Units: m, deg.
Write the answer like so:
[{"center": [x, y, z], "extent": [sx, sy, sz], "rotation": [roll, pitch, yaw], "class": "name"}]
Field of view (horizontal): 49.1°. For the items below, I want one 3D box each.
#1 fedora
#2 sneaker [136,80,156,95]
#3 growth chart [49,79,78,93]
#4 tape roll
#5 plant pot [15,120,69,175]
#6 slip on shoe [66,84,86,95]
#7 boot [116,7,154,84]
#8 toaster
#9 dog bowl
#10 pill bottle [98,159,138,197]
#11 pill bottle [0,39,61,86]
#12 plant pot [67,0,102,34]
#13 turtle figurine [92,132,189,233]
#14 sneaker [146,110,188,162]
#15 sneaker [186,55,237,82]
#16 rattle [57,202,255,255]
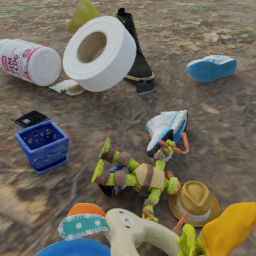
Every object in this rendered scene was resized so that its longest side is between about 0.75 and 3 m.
[{"center": [1.334, 1.409, 5.586], "extent": [1.089, 0.444, 1.089], "rotation": [0, 37, 0], "class": "fedora"}, {"center": [0.644, -1.456, 9.483], "extent": [0.850, 0.451, 0.318], "rotation": [-28, 45, -33], "class": "sneaker"}, {"center": [-2.196, -1.494, 9.851], "extent": [0.678, 0.083, 0.936], "rotation": [30, 45, 33], "class": "growth chart"}, {"center": [-0.914, -2.317, 8.740], "extent": [2.294, 0.802, 2.294], "rotation": [-13, 63, 27], "class": "tape roll"}, {"center": [-1.944, 0.483, 6.514], "extent": [0.930, 0.836, 0.930], "rotation": [-25, 43, -29], "class": "plant pot"}, {"center": [-1.563, -1.464, 9.565], "extent": [1.207, 0.366, 0.459], "rotation": [-23, 42, -28], "class": "slip on shoe"}, {"center": [0.100, -3.044, 10.322], "extent": [1.132, 2.022, 2.923], "rotation": [-15, 39, -19], "class": "boot"}, {"center": [-2.593, -0.087, 7.599], "extent": [0.798, 0.474, 0.722], "rotation": [24, 42, 29], "class": "toaster"}, {"center": [-0.692, 2.811, 3.471], "extent": [1.546, 0.687, 2.773], "rotation": [-5, 36, -7], "class": "dog bowl"}, {"center": [-0.163, 1.042, 6.033], "extent": [0.504, 0.504, 0.901], "rotation": [30, 45, 34], "class": "pill bottle"}, {"center": [-3.659, -2.410, 10.018], "extent": [2.344, 1.329, 1.329], "rotation": [22, 41, 30], "class": "pill bottle"}, {"center": [-2.048, -5.326, 13.909], "extent": [1.314, 1.850, 1.850], "rotation": [26, 33, -16], "class": "plant pot"}, {"center": [0.338, 0.896, 5.794], "extent": [1.930, 0.771, 2.393], "rotation": [21, 59, -6], "class": "turtle figurine"}, {"center": [0.816, 0.153, 7.153], "extent": [0.923, 0.799, 2.130], "rotation": [10, 29, 24], "class": "sneaker"}, {"center": [2.967, -2.237, 10.356], "extent": [2.112, 0.808, 0.853], "rotation": [-10, 32, -26], "class": "sneaker"}, {"center": [0.304, 1.351, 4.199], "extent": [2.444, 1.746, 1.591], "rotation": [34, 32, 20], "class": "rattle"}]
